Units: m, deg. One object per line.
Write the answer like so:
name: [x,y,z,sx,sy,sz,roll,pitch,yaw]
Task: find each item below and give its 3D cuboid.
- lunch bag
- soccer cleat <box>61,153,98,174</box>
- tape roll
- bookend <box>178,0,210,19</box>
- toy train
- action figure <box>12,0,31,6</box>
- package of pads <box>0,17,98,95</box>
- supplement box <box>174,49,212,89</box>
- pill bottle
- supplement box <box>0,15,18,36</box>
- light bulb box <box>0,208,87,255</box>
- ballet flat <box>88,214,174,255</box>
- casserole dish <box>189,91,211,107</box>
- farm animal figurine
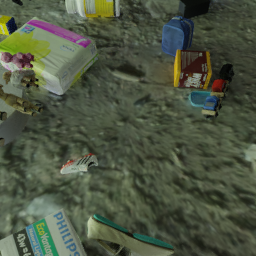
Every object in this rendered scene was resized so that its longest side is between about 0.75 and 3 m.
lunch bag: [1.884,-3.491,10.472,0.925,1.362,0.901,30,57,23]
soccer cleat: [-1.349,1.070,7.853,1.066,0.366,0.454,-22,54,-21]
tape roll: [-4.585,-0.661,8.645,2.863,0.946,2.863,1,57,-1]
bookend: [2.701,-5.504,12.373,1.286,0.592,1.278,-21,56,-13]
toy train: [3.001,-1.276,9.182,0.467,0.627,2.737,11,49,28]
action figure: [-5.169,-6.748,12.925,1.384,1.188,2.328,-27,60,-5]
package of pads: [-2.934,-2.645,10.071,2.997,1.022,2.315,25,58,17]
supplement box: [2.241,-2.060,9.819,1.147,0.761,1.131,5,55,3]
pill bottle: [-1.459,-5.374,11.886,2.217,1.234,1.234,0,55,-1]
supplement box: [-5.189,-4.254,11.508,1.008,0.552,0.548,15,55,9]
light bulb box: [-1.271,3.037,5.375,1.311,2.100,2.082,-25,58,-17]
ballet flat: [-0.009,2.711,6.573,2.124,0.738,0.738,18,57,14]
casserole dish: [2.524,-0.945,9.376,1.010,0.196,0.612,3,54,1]
farm animal figurine: [-3.380,-0.783,7.175,1.227,1.971,2.441,21,53,25]
